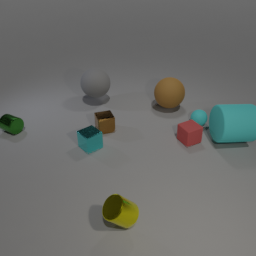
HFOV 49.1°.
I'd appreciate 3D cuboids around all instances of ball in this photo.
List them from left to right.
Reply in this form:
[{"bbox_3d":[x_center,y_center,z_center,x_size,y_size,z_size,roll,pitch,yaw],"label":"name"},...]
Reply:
[{"bbox_3d":[-1.527,-2.113,13.140,1.400,1.400,1.400,0,32,0],"label":"ball"},{"bbox_3d":[1.889,-1.603,12.760,1.400,1.400,1.400,0,32,0],"label":"ball"},{"bbox_3d":[3.004,-0.432,11.854,0.700,0.700,0.700,0,32,0],"label":"ball"}]

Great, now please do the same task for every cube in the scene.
[{"bbox_3d":[-1.418,0.425,10.482,0.700,0.700,0.700,-24,39,-33],"label":"cube"},{"bbox_3d":[-0.955,-0.232,11.530,0.700,0.700,0.700,-10,34,-16],"label":"cube"},{"bbox_3d":[2.376,0.197,10.806,0.700,0.700,0.700,-17,36,-21],"label":"cube"}]

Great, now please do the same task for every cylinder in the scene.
[{"bbox_3d":[-4.748,-0.165,11.414,0.700,0.700,0.700,17,36,26],"label":"cylinder"},{"bbox_3d":[-0.189,2.152,7.257,0.700,0.700,0.700,-26,45,29],"label":"cylinder"},{"bbox_3d":[3.935,-0.179,10.399,1.400,1.400,1.400,-1,32,-7],"label":"cylinder"}]
